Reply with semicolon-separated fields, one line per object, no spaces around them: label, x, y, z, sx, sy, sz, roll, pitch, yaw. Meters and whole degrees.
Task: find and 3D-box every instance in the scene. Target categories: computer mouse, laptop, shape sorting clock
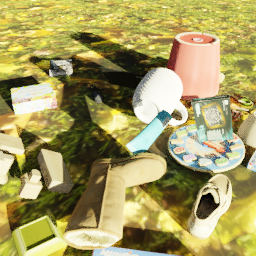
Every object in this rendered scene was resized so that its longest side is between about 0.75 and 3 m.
computer mouse;-1.549;-1.747;13.453;0.539;0.313;1.838;-12;35;-15
laptop;0.252;-2.680;13.926;2.279;1.328;2.572;16;37;21
shape sorting clock;2.715;0.588;9.823;2.604;0.511;2.604;0;34;0

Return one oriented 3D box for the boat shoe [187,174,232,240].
boat shoe;2.301;1.924;7.626;0.841;0.758;2.333;21;39;28

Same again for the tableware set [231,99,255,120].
tableware set;5.339;-0.848;12.139;1.306;0.298;1.939;21;39;27

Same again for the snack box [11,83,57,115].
snack box;-4.237;-1.345;12.583;1.791;0.606;1.510;-12;37;-18

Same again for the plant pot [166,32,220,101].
plant pot;3.134;-3.055;13.426;2.857;2.528;2.857;0;35;0

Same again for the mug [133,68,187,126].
mug;1.360;-1.010;11.319;2.412;1.781;2.115;36;41;-2

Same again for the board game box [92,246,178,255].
board game box;0.397;3.318;6.023;2.588;0.252;1.332;5;36;7

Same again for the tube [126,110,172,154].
tube;0.703;0.164;8.809;1.748;0.677;0.440;-47;20;-19

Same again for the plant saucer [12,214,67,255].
plant saucer;-2.234;2.673;6.965;1.110;0.266;1.112;-19;38;-26

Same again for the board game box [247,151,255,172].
board game box;4.560;1.157;9.197;0.950;0.271;0.970;23;41;30

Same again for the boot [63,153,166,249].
boot;-0.164;1.862;7.468;2.433;0.919;2.778;-9;27;11

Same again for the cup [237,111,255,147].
cup;4.879;-0.060;10.353;1.393;0.996;1.393;0;34;0

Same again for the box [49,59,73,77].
box;-3.773;-3.403;15.812;1.228;0.388;1.558;-6;34;-9

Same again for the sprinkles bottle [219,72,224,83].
sprinkles bottle;4.568;-2.969;15.043;0.541;0.541;1.586;-7;35;-10

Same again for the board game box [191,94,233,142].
board game box;2.191;-0.213;7.227;0.915;1.352;0.190;-5;38;20

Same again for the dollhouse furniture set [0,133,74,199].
dollhouse furniture set;-3.217;1.573;8.495;2.122;1.729;2.018;20;19;-38
